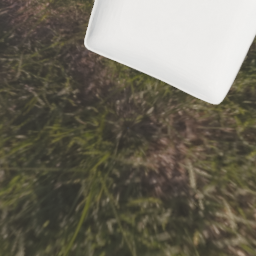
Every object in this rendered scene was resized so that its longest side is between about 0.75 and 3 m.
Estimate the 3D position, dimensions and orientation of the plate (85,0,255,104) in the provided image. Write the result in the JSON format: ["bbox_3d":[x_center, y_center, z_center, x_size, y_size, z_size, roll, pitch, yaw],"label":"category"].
[{"bbox_3d":[0.891,-2.273,4.839,2.900,2.906,0.470,26,26,12],"label":"plate"}]
